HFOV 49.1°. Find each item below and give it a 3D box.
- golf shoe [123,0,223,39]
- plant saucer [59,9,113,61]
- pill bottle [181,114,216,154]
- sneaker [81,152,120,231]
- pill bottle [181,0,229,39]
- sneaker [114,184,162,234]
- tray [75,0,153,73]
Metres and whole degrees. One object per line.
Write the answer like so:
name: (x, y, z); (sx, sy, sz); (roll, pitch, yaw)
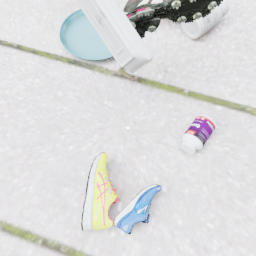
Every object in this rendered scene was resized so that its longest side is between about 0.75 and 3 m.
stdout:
golf shoe: (1.026, -3.173, 6.954); (2.565, 0.990, 1.130); (-11, 67, 17)
plant saucer: (-1.135, -3.398, 10.161); (2.639, 0.362, 2.639); (0, 62, 0)
pill bottle: (2.024, 0.190, 8.159); (0.650, 0.650, 1.156); (34, 67, 16)
sneaker: (-0.653, 1.670, 7.417); (0.939, 0.813, 2.080); (8, 68, -6)
pill bottle: (2.822, -4.047, 10.150); (1.672, 0.956, 0.956); (-38, 69, -17)
sneaker: (0.363, 2.103, 7.291); (0.685, 0.603, 1.536); (43, 79, 12)
tray: (-0.530, -2.429, 6.251); (0.299, 1.446, 2.693); (-38, 99, -16)
